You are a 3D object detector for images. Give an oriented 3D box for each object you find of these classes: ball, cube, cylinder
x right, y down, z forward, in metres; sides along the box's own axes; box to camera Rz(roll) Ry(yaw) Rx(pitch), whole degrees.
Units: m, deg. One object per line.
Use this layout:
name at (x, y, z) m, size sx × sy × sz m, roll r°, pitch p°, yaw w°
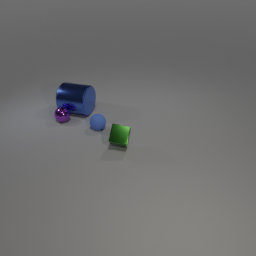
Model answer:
ball at (-1.282, -0.260, 11.922) m, size 0.700 × 0.700 × 0.700 m, roll 0°, pitch 30°, yaw 0°
ball at (-2.941, -0.608, 12.525) m, size 0.700 × 0.700 × 0.700 m, roll 0°, pitch 30°, yaw 0°
cube at (-0.300, 0.294, 10.624) m, size 0.700 × 0.700 × 0.700 m, roll 11°, pitch -11°, yaw 4°
cylinder at (-2.413, -1.368, 13.109) m, size 1.400 × 1.400 × 1.400 m, roll 9°, pitch 32°, yaw 16°
